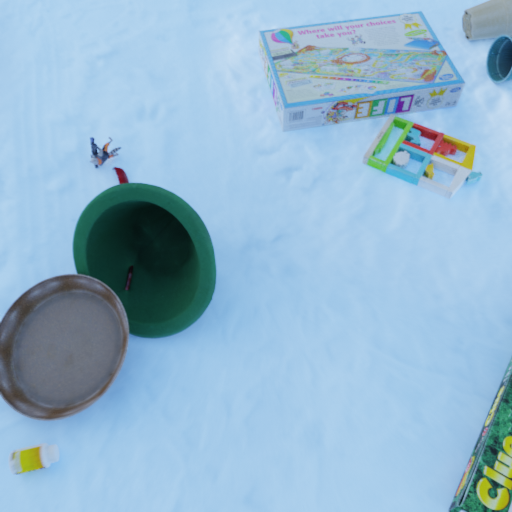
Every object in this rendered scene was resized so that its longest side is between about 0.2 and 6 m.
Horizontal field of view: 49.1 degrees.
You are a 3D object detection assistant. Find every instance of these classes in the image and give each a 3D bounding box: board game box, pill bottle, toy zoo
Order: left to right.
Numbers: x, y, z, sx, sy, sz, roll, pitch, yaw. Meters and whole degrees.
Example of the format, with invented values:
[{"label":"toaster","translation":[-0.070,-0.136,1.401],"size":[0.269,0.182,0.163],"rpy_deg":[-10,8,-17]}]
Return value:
[{"label":"pill bottle","translation":[-3.211,2.929,8.118],"size":[0.635,0.347,0.347],"rpy_deg":[-11,57,-7]},{"label":"board game box","translation":[2.248,-4.240,12.631],"size":[3.984,0.682,2.678],"rpy_deg":[-9,58,-6]},{"label":"toy zoo","translation":[3.493,-2.005,11.434],"size":[2.248,0.230,1.474],"rpy_deg":[25,60,16]},{"label":"board game box","translation":[5.017,2.322,8.421],"size":[2.543,0.569,4.853],"rpy_deg":[30,61,16]}]

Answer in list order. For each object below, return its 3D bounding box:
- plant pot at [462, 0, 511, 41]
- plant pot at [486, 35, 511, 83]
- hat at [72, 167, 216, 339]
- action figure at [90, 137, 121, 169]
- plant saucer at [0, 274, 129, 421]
[{"label":"plant pot","translation":[5.548,-5.665,13.451],"size":[0.997,1.089,1.089],"rpy_deg":[-12,57,5]},{"label":"plant pot","translation":[5.949,-4.437,12.637],"size":[1.014,1.035,1.035],"rpy_deg":[-4,56,-11]},{"label":"hat","translation":[-1.654,-0.337,10.148],"size":[2.451,2.604,2.959],"rpy_deg":[-12,101,13]},{"label":"action figure","translation":[-3.069,-2.088,11.211],"size":[0.373,0.712,0.689],"rpy_deg":[23,53,20]},{"label":"plant saucer","translation":[-3.036,1.424,8.826],"size":[2.302,0.369,2.302],"rpy_deg":[-4,67,10]}]
